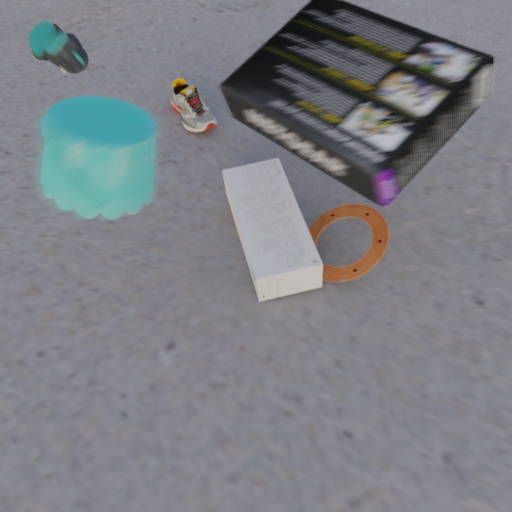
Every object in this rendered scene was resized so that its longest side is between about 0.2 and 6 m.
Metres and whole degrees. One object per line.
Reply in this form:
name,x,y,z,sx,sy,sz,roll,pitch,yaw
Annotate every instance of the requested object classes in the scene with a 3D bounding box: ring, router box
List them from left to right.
ring,1.762,-0.255,11.169,1.821,0.175,1.821,-16,52,22
router box,1.643,-2.948,9.943,2.863,0.980,3.838,-45,57,-10

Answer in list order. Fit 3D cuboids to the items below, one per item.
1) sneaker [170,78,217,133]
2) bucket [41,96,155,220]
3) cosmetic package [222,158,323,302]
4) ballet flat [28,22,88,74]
sneaker,-1.666,-3.805,14.212,0.760,0.802,1.952,-28,55,-22
bucket,-2.373,-1.537,8.485,1.816,1.181,1.816,10,38,-8
cosmetic package,0.275,-0.617,11.436,1.304,0.800,3.159,-14,50,-4
ballet flat,-3.454,-3.611,9.880,0.746,0.746,2.043,-27,37,-21
